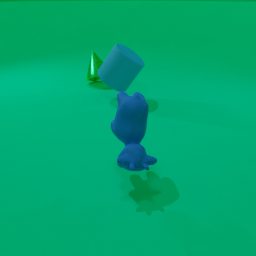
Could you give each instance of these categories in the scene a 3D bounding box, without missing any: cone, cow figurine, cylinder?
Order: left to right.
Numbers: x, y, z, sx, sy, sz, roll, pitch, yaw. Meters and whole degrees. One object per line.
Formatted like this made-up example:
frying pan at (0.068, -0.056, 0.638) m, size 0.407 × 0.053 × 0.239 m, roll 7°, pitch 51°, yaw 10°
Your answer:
cone at (-1.257, -2.522, 11.004) m, size 1.124 × 1.129 × 1.124 m, roll -15°, pitch 1°, yaw 0°
cylinder at (-0.229, -1.957, 9.152) m, size 1.140 × 1.140 × 1.140 m, roll 31°, pitch 27°, yaw -17°
cow figurine at (0.094, 0.076, 5.096) m, size 0.737 × 1.342 × 1.321 m, roll 2°, pitch 27°, yaw -18°
